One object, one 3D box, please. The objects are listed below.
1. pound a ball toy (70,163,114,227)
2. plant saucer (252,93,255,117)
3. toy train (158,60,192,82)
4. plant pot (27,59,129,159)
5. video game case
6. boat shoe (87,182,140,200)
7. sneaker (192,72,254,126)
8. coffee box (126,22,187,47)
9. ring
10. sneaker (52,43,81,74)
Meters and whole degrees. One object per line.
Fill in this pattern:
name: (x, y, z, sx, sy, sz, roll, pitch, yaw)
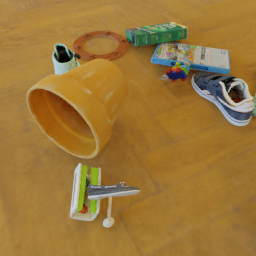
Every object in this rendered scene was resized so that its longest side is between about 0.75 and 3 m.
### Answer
pound a ball toy: (-0.924, 1.790, 7.216, 1.021, 0.665, 1.566, 16, 44, -20)
plant saucer: (5.188, -1.282, 10.200, 1.042, 0.283, 2.979, 18, 49, 16)
toy train: (1.732, -2.161, 10.464, 1.277, 0.540, 0.739, 7, 58, 49)
plant pot: (-1.184, -0.771, 8.101, 2.469, 2.469, 2.261, 25, 53, 21)
video game case: (2.604, -2.927, 11.451, 2.969, 0.264, 2.125, 12, 37, 10)
boat shoe: (-0.371, 1.428, 6.611, 1.315, 0.440, 0.375, -12, 67, 18)
sneaker: (3.310, -1.385, 9.734, 1.110, 1.124, 2.830, -21, 49, -18)
coffee box: (1.242, -4.207, 12.473, 2.419, 0.532, 1.487, -12, 32, -11)
ring: (-1.232, -3.758, 12.498, 2.489, 0.239, 2.489, 0, 46, 0)
sneaker: (-2.243, -2.515, 10.321, 1.047, 1.679, 2.846, -14, 43, -11)
